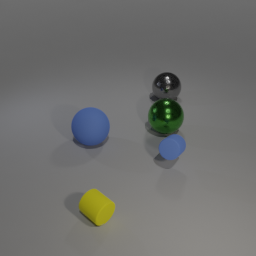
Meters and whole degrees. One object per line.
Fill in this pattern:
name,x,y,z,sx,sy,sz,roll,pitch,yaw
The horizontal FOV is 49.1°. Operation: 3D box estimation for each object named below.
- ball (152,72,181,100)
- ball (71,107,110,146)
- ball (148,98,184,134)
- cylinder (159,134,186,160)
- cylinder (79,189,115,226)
ball,1.850,-1.968,13.433,1.400,1.400,1.400,0,31,0
ball,-1.364,-0.058,10.247,1.400,1.400,1.400,0,31,0
ball,1.475,-0.458,10.918,1.400,1.400,1.400,0,31,0
cylinder,1.427,0.604,8.972,0.700,0.700,0.700,16,17,24
cylinder,-0.817,2.076,7.382,0.700,0.700,0.700,28,41,33
